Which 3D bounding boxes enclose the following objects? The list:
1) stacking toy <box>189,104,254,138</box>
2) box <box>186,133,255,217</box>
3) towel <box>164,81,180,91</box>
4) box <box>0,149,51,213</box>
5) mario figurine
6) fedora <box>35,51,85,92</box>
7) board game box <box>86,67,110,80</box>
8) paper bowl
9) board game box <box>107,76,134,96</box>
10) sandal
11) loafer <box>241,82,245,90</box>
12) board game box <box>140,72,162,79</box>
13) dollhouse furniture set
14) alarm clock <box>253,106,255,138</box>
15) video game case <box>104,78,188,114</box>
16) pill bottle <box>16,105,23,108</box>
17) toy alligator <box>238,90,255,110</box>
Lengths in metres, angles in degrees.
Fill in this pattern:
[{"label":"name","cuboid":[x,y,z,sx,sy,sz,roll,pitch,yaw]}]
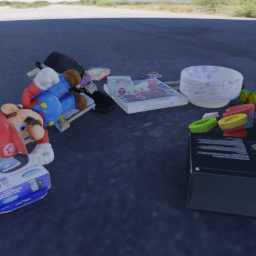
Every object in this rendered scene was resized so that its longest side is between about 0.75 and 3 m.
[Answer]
[{"label":"stacking toy","cuboid":[3.088,0.002,8.895,1.864,0.870,2.059,-12,11,40]},{"label":"box","cuboid":[2.597,1.002,6.179,2.535,1.000,1.789,5,24,9]},{"label":"towel","cuboid":[2.294,-1.952,13.074,1.033,0.178,0.995,-9,31,-22]},{"label":"box","cuboid":[-2.904,1.062,6.648,1.432,0.499,2.406,-20,31,-35]},{"label":"mario figurine","cuboid":[-1.757,-0.238,6.086,1.364,1.588,2.573,-31,13,48]},{"label":"fedora","cuboid":[-1.726,-1.609,7.642,1.490,0.680,1.490,30,6,-4]},{"label":"board game box","cuboid":[-1.672,-2.862,14.674,0.995,0.304,1.313,11,28,20]},{"label":"paper bowl","cuboid":[3.249,-1.611,11.145,2.338,1.216,2.338,0,27,0]},{"label":"board game box","cuboid":[-0.323,-1.767,11.611,1.004,0.438,1.361,-3,26,-5]},{"label":"sandal","cuboid":[-1.514,-1.184,11.049,1.008,0.605,2.685,-41,56,-21]},{"label":"loafer","cuboid":[4.424,-1.728,12.275,1.416,0.515,0.512,-6,34,10]},{"label":"board game box","cuboid":[1.213,-2.683,14.470,0.969,0.168,0.657,-21,34,-35]},{"label":"dollhouse furniture set","cuboid":[-2.004,-1.348,9.547,2.194,1.516,2.324,-34,38,-15]},{"label":"alarm clock","cuboid":[4.035,-0.240,7.709,0.969,1.963,2.911,5,-6,8]},{"label":"video game case","cuboid":[0.649,-1.458,11.843,2.631,0.332,2.887,-10,28,-20]},{"label":"pill bottle","cuboid":[-3.267,-0.250,8.954,0.762,0.762,1.340,-18,31,-32]},{"label":"toy alligator","cuboid":[4.638,-1.040,10.685,0.773,0.708,2.608,1,16,-13]}]
